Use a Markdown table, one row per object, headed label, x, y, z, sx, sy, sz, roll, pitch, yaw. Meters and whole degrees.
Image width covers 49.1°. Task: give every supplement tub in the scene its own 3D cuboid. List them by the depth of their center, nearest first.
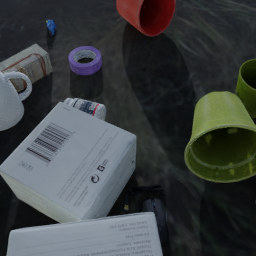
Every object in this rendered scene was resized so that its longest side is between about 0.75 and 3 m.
| label | x | y | z | sx | sy | sz | roll | pitch | yaw |
| --- | --- | --- | --- | --- | --- | --- | --- | --- | --- |
| supplement tub | -1.618 | -0.518 | 10.310 | 1.439 | 1.009 | 1.009 | 14 | 55 | 10 |

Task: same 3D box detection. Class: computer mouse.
| label | x | y | z | sx | sy | sz | roll | pitch | yaw |
| --- | --- | --- | --- | --- | --- | --- | --- | --- | --- |
| computer mouse | 0.538 | 2.504 | 8.460 | 1.318 | 0.432 | 1.878 | 0 | 53 | -1 |

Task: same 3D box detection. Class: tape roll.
| label | x | y | z | sx | sy | sz | roll | pitch | yaw |
| --- | --- | --- | --- | --- | --- | --- | --- | --- | --- |
| tape roll | -1.900 | -3.016 | 12.483 | 1.428 | 0.468 | 1.428 | 0 | 55 | 0 |

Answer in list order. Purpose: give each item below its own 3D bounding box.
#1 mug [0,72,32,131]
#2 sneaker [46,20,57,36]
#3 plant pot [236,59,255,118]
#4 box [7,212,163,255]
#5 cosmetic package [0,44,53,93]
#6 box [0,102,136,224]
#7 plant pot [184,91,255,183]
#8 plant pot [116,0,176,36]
| label | x | y | z | sx | sy | sz | roll | pitch | yaw |
| --- | --- | --- | --- | --- | --- | --- | --- | --- | --- |
| mug | -4.671 | -1.268 | 10.229 | 2.317 | 2.031 | 1.711 | -25 | 58 | -17 |
| sneaker | -3.792 | -5.051 | 14.019 | 0.456 | 0.383 | 1.163 | -15 | 55 | -8 |
| plant pot | 4.813 | -1.318 | 10.456 | 1.794 | 1.728 | 1.794 | 0 | 54 | 0 |
| box | -0.770 | 3.448 | 6.187 | 2.992 | 2.976 | 1.956 | -6 | 54 | -5 |
| cosmetic package | -4.337 | -2.435 | 11.682 | 0.924 | 1.095 | 2.119 | 38 | 64 | 23 |
| box | -1.626 | 1.214 | 8.498 | 2.896 | 1.893 | 2.881 | 24 | 57 | 16 |
| plant pot | 3.112 | 0.093 | 9.218 | 2.535 | 2.535 | 2.330 | 6 | 42 | 4 |
| plant pot | 0.733 | -5.949 | 13.648 | 2.424 | 2.424 | 2.144 | -34 | 51 | -22 |
